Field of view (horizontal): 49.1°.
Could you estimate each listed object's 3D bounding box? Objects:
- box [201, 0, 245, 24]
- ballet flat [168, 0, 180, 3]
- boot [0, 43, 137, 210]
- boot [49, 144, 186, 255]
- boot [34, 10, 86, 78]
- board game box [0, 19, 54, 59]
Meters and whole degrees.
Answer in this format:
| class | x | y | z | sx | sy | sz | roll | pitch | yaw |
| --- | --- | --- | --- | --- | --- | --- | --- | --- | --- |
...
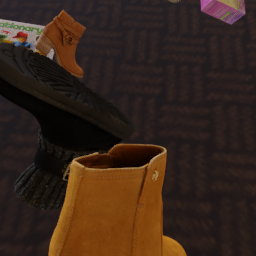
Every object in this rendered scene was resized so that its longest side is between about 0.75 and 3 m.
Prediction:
| class | x | y | z | sx | sy | sz | roll | pitch | yaw |
| --- | --- | --- | --- | --- | --- | --- | --- | --- | --- |
| box | 1.795 | -2.472 | 5.335 | 0.768 | 0.371 | 0.676 | 11 | 70 | -23 |
| ballet flat | 1.305 | -4.122 | 6.220 | 0.887 | 2.615 | 0.985 | -4 | 43 | -14 |
| boot | -1.324 | 0.226 | 4.510 | 2.135 | 2.856 | 1.075 | -46 | 45 | 11 |
| boot | 0.249 | 1.238 | 3.704 | 1.007 | 2.862 | 2.049 | 19 | 97 | 37 |
| boot | -1.007 | -1.450 | 4.971 | 0.822 | 1.063 | 0.392 | -50 | 41 | 5 |
| board game box | -2.900 | -1.939 | 6.698 | 2.171 | 0.376 | 1.371 | 9 | 63 | -1 |
